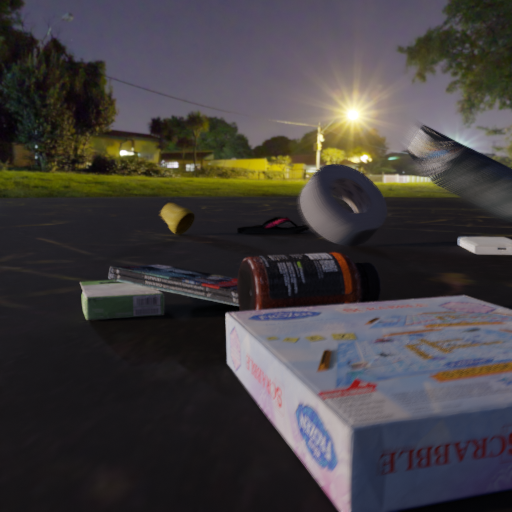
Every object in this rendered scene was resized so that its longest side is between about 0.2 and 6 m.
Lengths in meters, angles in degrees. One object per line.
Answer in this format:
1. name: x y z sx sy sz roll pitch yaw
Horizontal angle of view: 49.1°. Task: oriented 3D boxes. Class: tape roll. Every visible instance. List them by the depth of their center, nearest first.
1. tape roll: 1.695 -1.004 10.843 1.630 1.630 0.538 -4 -32 -29

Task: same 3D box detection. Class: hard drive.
1. hard drive: 4.230 -0.187 10.065 0.902 0.180 1.367 1 8 8

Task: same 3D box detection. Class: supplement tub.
1. supplement tub: 0.458 0.287 4.790 1.158 0.619 0.619 -2 8 -17

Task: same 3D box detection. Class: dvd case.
1. dvd case: -0.604 0.273 5.627 1.401 0.154 1.022 11 4 16

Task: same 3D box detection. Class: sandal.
1. sandal: 0.422 -0.745 13.470 1.750 0.394 0.657 0 7 -2

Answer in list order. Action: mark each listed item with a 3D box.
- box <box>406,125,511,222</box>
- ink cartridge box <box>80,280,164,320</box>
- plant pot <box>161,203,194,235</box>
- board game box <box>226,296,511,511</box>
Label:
1. box: 4.072 -1.244 9.630 2.665 0.613 2.118 24 23 -9
2. ink cartridge box: -1.319 0.401 5.394 0.695 0.229 0.956 -2 5 -21
3. plant pot: -1.858 -0.907 12.989 0.595 0.633 0.633 38 24 21
4. board game box: 0.938 0.619 3.076 1.860 0.383 1.856 -2 8 -16
